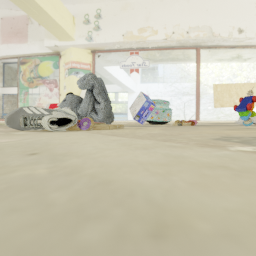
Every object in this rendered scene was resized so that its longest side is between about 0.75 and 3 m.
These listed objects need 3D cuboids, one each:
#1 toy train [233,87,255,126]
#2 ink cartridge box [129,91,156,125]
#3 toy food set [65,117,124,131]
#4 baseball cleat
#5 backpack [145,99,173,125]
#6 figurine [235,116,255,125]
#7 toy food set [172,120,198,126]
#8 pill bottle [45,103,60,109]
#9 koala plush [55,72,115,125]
[{"bbox_3d":[3.696,-0.646,8.425,0.515,0.705,1.218,-2,34,49],"label":"toy train"},{"bbox_3d":[0.603,-0.828,11.929,0.566,1.012,1.483,29,17,-18],"label":"ink cartridge box"},{"bbox_3d":[-1.213,-0.127,7.594,1.328,0.329,2.089,1,2,35],"label":"toy food set"},{"bbox_3d":[-2.010,-0.201,6.345,1.669,0.582,0.888,-5,11,-6],"label":"baseball cleat"},{"bbox_3d":[1.512,-0.809,14.297,1.554,1.355,1.767,5,10,0],"label":"backpack"},{"bbox_3d":[5.716,-0.374,12.031,1.706,0.735,1.665,-1,-6,-27],"label":"figurine"},{"bbox_3d":[2.523,-0.238,12.273,1.055,0.261,1.660,0,2,14],"label":"toy food set"},{"bbox_3d":[-3.307,-0.762,14.926,2.043,1.147,1.147,0,2,8],"label":"pill bottle"},{"bbox_3d":[-2.126,-0.914,12.756,2.565,2.358,2.275,-21,-2,6],"label":"koala plush"}]
